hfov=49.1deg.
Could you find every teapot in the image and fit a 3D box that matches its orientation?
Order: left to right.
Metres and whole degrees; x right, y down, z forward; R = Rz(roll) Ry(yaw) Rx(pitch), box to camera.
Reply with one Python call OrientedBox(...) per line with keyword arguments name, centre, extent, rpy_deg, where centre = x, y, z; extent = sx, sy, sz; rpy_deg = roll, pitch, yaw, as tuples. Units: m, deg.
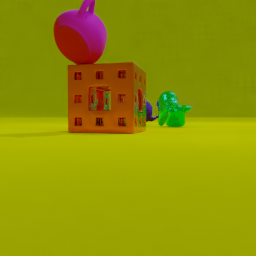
OrientedBox(name="teapot", centre=(-0.848, -1.707, 5.292), extent=(1.029, 0.811, 1.656), rpy_deg=(32, -36, 5))
OrientedBox(name="teapot", centre=(0.558, -0.672, 10.604), extent=(1.565, 0.766, 0.973), rpy_deg=(35, -28, -2))

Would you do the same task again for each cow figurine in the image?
OrientedBox(name="cow figurine", centre=(1.325, -0.619, 8.522), extent=(0.832, 1.516, 1.491), rpy_deg=(0, -29, -6))

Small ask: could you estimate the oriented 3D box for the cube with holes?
OrientedBox(name="cube with holes", centre=(-0.365, -0.561, 5.699), extent=(1.266, 1.266, 1.266), rpy_deg=(1, 2, 14))
